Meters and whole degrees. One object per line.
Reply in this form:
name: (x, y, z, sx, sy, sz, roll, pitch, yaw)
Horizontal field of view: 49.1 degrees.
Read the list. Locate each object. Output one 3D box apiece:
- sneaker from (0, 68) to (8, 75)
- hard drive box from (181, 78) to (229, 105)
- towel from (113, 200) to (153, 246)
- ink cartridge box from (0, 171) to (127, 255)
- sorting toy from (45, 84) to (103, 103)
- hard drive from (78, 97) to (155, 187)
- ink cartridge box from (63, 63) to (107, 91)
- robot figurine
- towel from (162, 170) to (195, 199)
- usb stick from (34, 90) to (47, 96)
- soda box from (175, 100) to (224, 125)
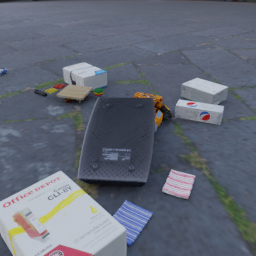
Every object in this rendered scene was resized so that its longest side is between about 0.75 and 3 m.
sneaker: (-6.758, -2.918, 14.818, 0.328, 0.322, 0.851, 40, 48, 22)
hard drive box: (3.310, -1.577, 12.183, 1.240, 0.611, 1.590, -25, 39, -38)
towel: (-0.008, 2.145, 6.437, 0.780, 0.129, 1.078, 18, 35, 26)
ink cartridge box: (-1.413, 2.104, 5.656, 1.703, 0.979, 2.346, -25, 39, -36)
sorting toy: (-2.355, -1.442, 12.168, 2.418, 0.409, 1.166, 8, 32, 13)
hard drive: (-0.226, 0.329, 8.113, 1.994, 0.626, 2.956, 1, 51, 9)
ink cartridge box: (-2.073, -2.467, 13.524, 1.344, 0.775, 1.852, -24, 38, -35)
robot figurine: (0.484, -0.508, 10.196, 2.057, 0.826, 2.837, 12, 33, 16)
towel: (1.379, 1.478, 7.537, 0.710, 0.145, 0.971, 13, 33, 19)
usb stick: (-3.971, -1.596, 12.713, 0.769, 0.125, 0.213, 22, 31, 32)
soda box: (2.695, -0.613, 10.647, 1.723, 0.549, 0.587, 11, 33, 18)
